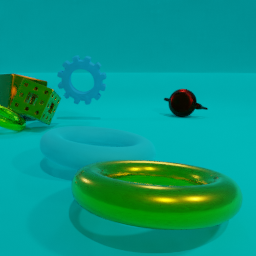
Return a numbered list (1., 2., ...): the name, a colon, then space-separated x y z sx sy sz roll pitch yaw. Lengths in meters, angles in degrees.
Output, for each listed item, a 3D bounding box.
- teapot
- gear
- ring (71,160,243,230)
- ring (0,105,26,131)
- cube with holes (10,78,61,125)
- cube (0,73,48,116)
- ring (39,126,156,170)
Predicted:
1. teapot: 2.011 -0.863 9.922 1.603 0.997 0.785 15 5 22
2. gear: -1.439 -1.492 8.815 1.506 1.506 0.279 0 23 2
3. ring: 0.314 0.692 3.313 1.939 0.388 1.939 3 2 0
4. ring: -3.449 -0.334 7.643 1.382 0.276 1.382 30 4 -2
5. cube with holes: -2.527 -0.703 7.777 0.877 0.877 0.877 21 -9 4
6. cube: -3.606 -1.063 9.330 1.242 1.242 1.242 8 1 42
7. ring: -0.527 0.336 5.102 2.075 0.415 2.075 7 10 -1
